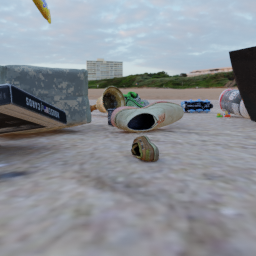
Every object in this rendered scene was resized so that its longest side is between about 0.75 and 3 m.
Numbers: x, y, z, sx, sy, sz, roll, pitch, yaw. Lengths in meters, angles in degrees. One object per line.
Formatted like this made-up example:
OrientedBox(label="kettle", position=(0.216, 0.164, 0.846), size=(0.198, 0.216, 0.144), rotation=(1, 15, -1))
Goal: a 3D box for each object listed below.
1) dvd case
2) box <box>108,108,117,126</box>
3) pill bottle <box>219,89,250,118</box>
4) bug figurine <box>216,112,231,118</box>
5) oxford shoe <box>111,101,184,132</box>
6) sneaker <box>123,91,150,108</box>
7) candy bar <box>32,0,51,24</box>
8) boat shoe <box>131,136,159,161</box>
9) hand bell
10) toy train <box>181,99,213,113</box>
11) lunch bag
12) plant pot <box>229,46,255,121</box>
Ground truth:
OrientedBox(label="dvd case", position=(-2.495, -0.127, 4.359), size=(2.539, 0.314, 1.908), rotation=(-8, -8, 7))
OrientedBox(label="box", position=(-0.042, -0.325, 8.394), size=(0.811, 0.512, 0.825), rotation=(5, 9, 39))
OrientedBox(label="pill bottle", position=(4.658, -0.986, 11.347), size=(1.026, 1.026, 1.801), rotation=(-3, 15, -24))
OrientedBox(label="bug figurine", position=(3.906, -0.523, 11.402), size=(0.587, 0.195, 0.757), rotation=(-4, 9, 20))
OrientedBox(label="oxford shoe", position=(0.665, -0.213, 7.182), size=(2.121, 0.751, 0.783), rotation=(-12, 23, -26))
OrientedBox(label="sneaker", position=(0.439, -1.240, 13.662), size=(0.987, 1.077, 2.529), rotation=(3, 7, 24))
OrientedBox(label="candy bar", position=(-2.578, -3.738, 7.776), size=(0.250, 0.563, 2.259), rotation=(-7, -12, 2))
OrientedBox(label="boat shoe", position=(0.186, 0.287, 4.227), size=(0.283, 0.300, 0.833), rotation=(-1, 7, -16))
OrientedBox(label="hand bell", position=(-1.415, -0.954, 12.460), size=(1.296, 1.296, 2.489), rotation=(-7, -2, -45))
OrientedBox(label="toy train", position=(3.502, -1.105, 14.297), size=(1.611, 0.699, 0.921), rotation=(-1, 1, -12))
OrientedBox(label="lunch bag", position=(-2.629, -0.695, 7.133), size=(2.752, 1.618, 2.257), rotation=(-2, 4, 45))
OrientedBox(label="plant pot", position=(5.247, -1.457, 8.921), size=(2.798, 2.488, 2.805), rotation=(-9, 11, -19))
